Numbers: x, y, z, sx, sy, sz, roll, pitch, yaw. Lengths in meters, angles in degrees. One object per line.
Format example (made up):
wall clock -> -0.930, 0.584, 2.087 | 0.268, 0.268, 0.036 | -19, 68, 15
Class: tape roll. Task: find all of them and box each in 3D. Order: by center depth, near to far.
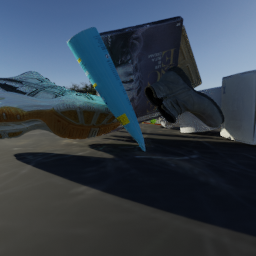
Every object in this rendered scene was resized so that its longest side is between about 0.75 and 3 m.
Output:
tape roll -> 1.956, -0.491, 7.062 | 1.411, 0.969, 1.411 | -10, 4, 1

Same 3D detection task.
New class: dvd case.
dvd case -> 0.206, -0.963, 5.843 | 1.802, 2.423, 0.194 | -17, 49, -14

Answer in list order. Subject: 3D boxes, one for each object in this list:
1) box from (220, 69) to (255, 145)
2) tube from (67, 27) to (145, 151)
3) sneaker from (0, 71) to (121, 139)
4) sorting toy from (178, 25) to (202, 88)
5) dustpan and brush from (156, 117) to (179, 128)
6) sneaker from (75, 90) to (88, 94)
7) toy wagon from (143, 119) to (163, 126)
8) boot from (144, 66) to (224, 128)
box -> 3.243, -0.399, 5.453 | 2.409, 1.312, 1.540 | 0, 5, -3
tube -> -0.244, -0.579, 4.556 | 0.520, 2.064, 0.799 | -29, 7, 3
sneaker -> -1.426, -0.535, 5.138 | 2.817, 1.235, 1.066 | 3, -38, -24
sorting toy -> 0.314, -1.129, 7.180 | 2.972, 0.398, 2.214 | -27, -38, 9
dustpan and brush -> 1.064, -0.271, 7.815 | 1.098, 0.314, 0.766 | -13, -31, -46
sneaker -> -1.082, -0.327, 6.994 | 0.651, 0.738, 1.656 | -10, 33, -12
toy wagon -> 0.936, -0.212, 9.016 | 1.123, 0.222, 0.871 | 7, 3, -20
boot -> 0.944, -0.336, 4.804 | 0.923, 1.413, 0.478 | -47, 2, -37
